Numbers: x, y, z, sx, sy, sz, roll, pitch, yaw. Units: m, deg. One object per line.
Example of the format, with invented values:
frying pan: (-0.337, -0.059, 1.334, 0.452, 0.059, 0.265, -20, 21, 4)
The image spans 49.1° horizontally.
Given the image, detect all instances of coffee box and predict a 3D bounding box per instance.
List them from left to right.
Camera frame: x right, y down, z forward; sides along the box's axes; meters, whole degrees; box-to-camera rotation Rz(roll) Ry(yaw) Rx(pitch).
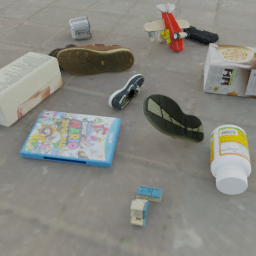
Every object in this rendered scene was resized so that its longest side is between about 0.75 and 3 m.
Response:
coffee box: (4.335, -2.019, 10.038, 2.988, 1.191, 1.709, 9, 44, 9)

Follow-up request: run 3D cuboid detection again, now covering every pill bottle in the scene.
pill bottle: (2.632, 0.808, 7.243, 0.949, 0.949, 1.709, 8, 44, 8)

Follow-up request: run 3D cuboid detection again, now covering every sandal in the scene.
sandal: (1.227, -0.102, 7.730, 0.709, 2.485, 0.987, -10, 63, 44)

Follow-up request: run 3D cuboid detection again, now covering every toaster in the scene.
toaster: (-2.242, -4.742, 13.211, 0.912, 0.803, 1.413, -11, 45, -8)

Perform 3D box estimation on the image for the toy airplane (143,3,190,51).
toy airplane: (1.731, -4.456, 12.447, 2.016, 1.423, 2.007, 28, 61, -14)

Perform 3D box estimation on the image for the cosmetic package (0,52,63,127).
cosmetic package: (-3.603, -1.382, 9.364, 1.372, 1.158, 2.653, 20, 47, 25)

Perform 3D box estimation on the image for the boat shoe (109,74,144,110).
boat shoe: (0.088, -1.218, 9.657, 0.523, 0.656, 1.735, 29, 62, 28)

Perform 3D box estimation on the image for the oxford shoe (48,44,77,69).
oxford shoe: (-2.506, -2.765, 11.172, 0.862, 0.742, 2.042, 28, 50, 24)

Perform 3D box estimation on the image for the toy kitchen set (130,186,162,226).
toy kitchen set: (0.446, 1.664, 6.440, 0.600, 0.816, 1.018, 7, 44, 9)

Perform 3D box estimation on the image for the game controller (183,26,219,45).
game controller: (3.192, -4.500, 13.309, 2.184, 0.460, 1.139, 32, 38, 29)

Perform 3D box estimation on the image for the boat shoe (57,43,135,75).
boat shoe: (-1.263, -2.772, 11.030, 2.952, 1.063, 0.997, -4, 37, -11)

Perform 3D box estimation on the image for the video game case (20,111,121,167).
video game case: (-1.611, 0.251, 8.311, 2.550, 0.227, 1.825, 6, 44, 5)
